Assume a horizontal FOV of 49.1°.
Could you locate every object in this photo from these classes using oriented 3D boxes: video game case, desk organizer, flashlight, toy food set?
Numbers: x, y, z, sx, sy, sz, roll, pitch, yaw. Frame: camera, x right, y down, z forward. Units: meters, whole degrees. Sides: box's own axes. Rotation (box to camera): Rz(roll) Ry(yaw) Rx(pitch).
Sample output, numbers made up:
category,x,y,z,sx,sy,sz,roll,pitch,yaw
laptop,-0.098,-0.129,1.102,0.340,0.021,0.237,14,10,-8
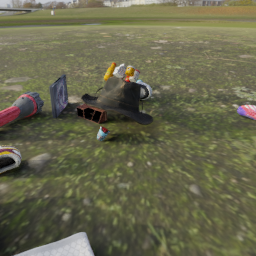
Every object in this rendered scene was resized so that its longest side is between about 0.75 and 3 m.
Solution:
category,x,y,z,sx,sy,sz,roll,pitch,yaw
video game case,-2.734,-1.304,11.208,0.168,1.265,1.771,1,25,3
desk organizer,-1.377,-0.558,10.622,1.205,0.432,0.464,19,34,36
flashlight,-4.190,-0.520,9.970,0.939,0.936,2.764,12,26,18
toy food set,-0.121,-2.375,11.749,0.930,0.877,1.948,29,-17,-28

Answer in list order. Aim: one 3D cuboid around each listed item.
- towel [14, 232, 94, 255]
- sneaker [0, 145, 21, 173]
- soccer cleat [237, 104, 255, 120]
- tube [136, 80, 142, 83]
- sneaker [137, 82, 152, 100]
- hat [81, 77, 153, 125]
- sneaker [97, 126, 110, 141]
category,x,y,z,sx,sy,sz,roll,pitch,yaw
towel,-1.373,2.618,3.899,2.345,0.378,2.240,-11,27,-20
sneaker,-3.718,0.880,7.249,1.790,0.671,0.806,-11,21,-21
soccer cleat,4.826,-0.504,10.459,1.489,0.508,0.545,16,35,28
tube,0.386,-2.058,14.013,0.487,0.317,1.257,3,29,25
sneaker,-0.063,-1.536,12.321,2.139,0.807,1.217,12,28,37
hat,-0.190,-1.137,9.825,2.928,1.181,2.928,20,11,-4
sneaker,-0.851,0.200,9.040,0.352,0.424,0.888,33,7,1
